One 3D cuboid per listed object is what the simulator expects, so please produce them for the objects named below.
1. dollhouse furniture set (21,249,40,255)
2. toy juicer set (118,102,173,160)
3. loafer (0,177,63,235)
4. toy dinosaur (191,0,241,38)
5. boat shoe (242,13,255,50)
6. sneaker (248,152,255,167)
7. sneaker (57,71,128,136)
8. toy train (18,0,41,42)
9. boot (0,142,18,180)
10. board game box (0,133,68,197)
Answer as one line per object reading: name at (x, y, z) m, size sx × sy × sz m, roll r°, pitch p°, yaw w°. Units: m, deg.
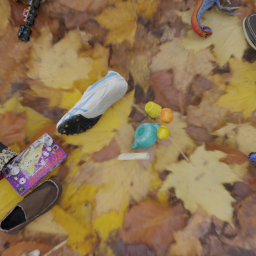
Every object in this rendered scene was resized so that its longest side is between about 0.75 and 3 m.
dollhouse furniture set at (-2.416, 3.706, 6.830) m, size 0.674 × 1.380 × 1.177 m, roll -25°, pitch 80°, yaw -5°
toy juicer set at (0.617, 0.248, 7.507) m, size 0.515 × 1.205 × 1.893 m, roll 33°, pitch 83°, yaw -38°
loafer at (-2.562, 2.125, 7.440) m, size 1.981 × 0.703 × 0.723 m, roll -45°, pitch 83°, yaw -7°
toy dinosaur at (2.591, -4.060, 8.604) m, size 2.517 × 1.456 × 2.774 m, roll -44°, pitch 49°, yaw 3°
boat shoe at (4.234, -2.471, 8.208) m, size 0.842 × 0.745 × 2.300 m, roll -30°, pitch 82°, yaw -5°
sneaker at (4.043, 1.679, 7.448) m, size 0.964 × 0.926 × 2.459 m, roll -37°, pitch 80°, yaw -1°
sneaker at (-1.063, -0.679, 7.958) m, size 2.368 × 0.851 × 0.858 m, roll -40°, pitch 52°, yaw -1°
toy train at (-3.041, -3.474, 8.634) m, size 0.391 × 0.291 × 1.705 m, roll 11°, pitch 81°, yaw 14°
boot at (-4.291, 1.023, 7.580) m, size 1.709 × 0.817 × 2.263 m, roll 37°, pitch 82°, yaw 4°
board game box at (-2.570, 0.977, 7.703) m, size 1.600 × 0.258 × 0.960 m, roll -43°, pitch 77°, yaw -15°
